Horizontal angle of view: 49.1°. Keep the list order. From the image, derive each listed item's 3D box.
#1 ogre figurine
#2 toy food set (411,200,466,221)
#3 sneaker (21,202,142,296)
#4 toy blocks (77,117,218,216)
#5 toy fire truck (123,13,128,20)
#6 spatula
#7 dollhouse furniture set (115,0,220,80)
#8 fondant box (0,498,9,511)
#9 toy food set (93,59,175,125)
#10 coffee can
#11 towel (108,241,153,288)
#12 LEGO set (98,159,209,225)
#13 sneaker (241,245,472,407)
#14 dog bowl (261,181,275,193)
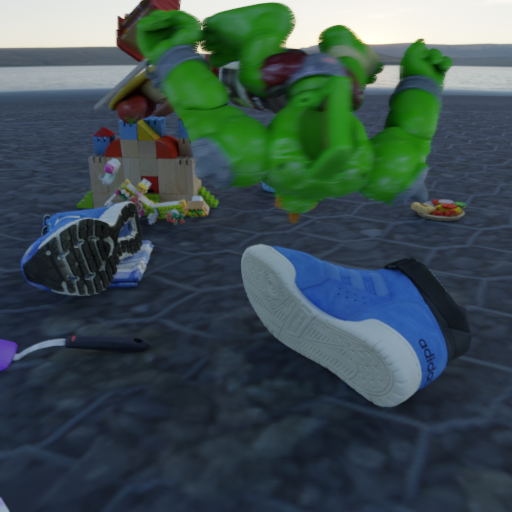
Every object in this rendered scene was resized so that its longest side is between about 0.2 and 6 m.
[{"bbox_3d":[0.589,-1.770,6.778,3.927,2.354,1.927,14,-29,-30],"label":"ogre figurine"},{"bbox_3d":[4.097,-1.050,12.532,1.094,0.266,1.083,17,27,38],"label":"toy food set"},{"bbox_3d":[-2.871,-0.099,8.871,1.327,1.169,2.977,-7,13,10],"label":"sneaker"},{"bbox_3d":[-2.540,-2.198,12.823,3.201,2.188,1.599,2,21,7],"label":"toy blocks"},{"bbox_3d":[-2.503,-4.839,12.122,0.829,0.585,0.202,13,48,-19],"label":"toy fire truck"},{"bbox_3d":[-2.538,1.139,6.931,2.389,0.245,0.675,-2,23,-7],"label":"spatula"},{"bbox_3d":[-1.601,-4.326,11.516,1.255,0.948,2.332,-29,-39,33],"label":"dollhouse furniture set"},{"bbox_3d":[-2.281,2.223,4.058,1.024,0.298,0.739,-17,27,-39],"label":"fondant box"},{"bbox_3d":[-1.884,-2.901,10.401,1.493,0.829,2.537,-34,11,18],"label":"toy food set"},{"bbox_3d":[0.211,-3.441,10.941,1.227,1.227,1.677,-13,26,-31],"label":"coffee can"},{"bbox_3d":[-2.520,0.111,9.627,1.310,0.212,1.784,-2,21,-3],"label":"towel"},{"bbox_3d":[-2.246,-1.014,11.687,2.383,1.096,0.887,25,41,2],"label":"LEGO set"},{"bbox_3d":[1.226,0.545,7.096,1.690,1.166,3.038,-21,33,-30],"label":"sneaker"},{"bbox_3d":[1.076,-2.078,14.840,2.099,0.520,1.170,-9,23,-24],"label":"dog bowl"}]
